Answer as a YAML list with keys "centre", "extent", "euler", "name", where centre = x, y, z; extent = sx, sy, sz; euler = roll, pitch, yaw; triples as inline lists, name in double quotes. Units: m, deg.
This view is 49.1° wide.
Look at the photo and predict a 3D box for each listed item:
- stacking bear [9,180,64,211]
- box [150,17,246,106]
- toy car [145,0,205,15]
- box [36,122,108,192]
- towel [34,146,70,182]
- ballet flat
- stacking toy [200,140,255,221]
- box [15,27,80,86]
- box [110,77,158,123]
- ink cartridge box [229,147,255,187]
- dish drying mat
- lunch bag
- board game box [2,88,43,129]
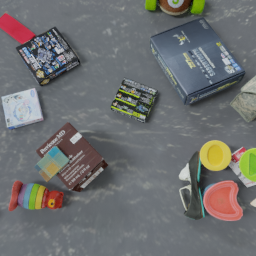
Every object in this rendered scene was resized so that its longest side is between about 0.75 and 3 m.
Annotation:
- centre: [-2.861, 2.230, 8.976]
  extent: [1.526, 0.868, 0.926]
  euler: [11, 91, -7]
  name: "stacking bear"
- centre: [2.465, -2.547, 10.406]
  extent: [2.351, 0.761, 2.982]
  euler: [-23, 65, -7]
  name: "box"
- centre: [1.943, -6.032, 10.608]
  extent: [2.337, 2.845, 2.245]
  euler: [5, 71, 2]
  name: "toy car"
- centre: [-1.736, 0.986, 9.032]
  extent: [1.390, 1.376, 1.675]
  euler: [-44, 77, -8]
  name: "box"
- centre: [-2.251, 1.056, 8.292]
  extent: [0.908, 0.099, 0.666]
  euler: [-45, 76, -4]
  name: "towel"
- centre: [2.054, 1.829, 9.125]
  extent: [0.758, 0.753, 2.216]
  euler: [-2, 72, 12]
  name: "ballet flat"
- centre: [3.432, 1.658, 9.003]
  extent: [2.197, 1.025, 2.427]
  euler: [0, 82, 13]
  name: "stacking toy"
- centre: [-3.084, -2.786, 10.811]
  extent: [1.811, 0.453, 1.825]
  euler: [-34, 75, -10]
  name: "box"
- centre: [0.233, -1.032, 10.303]
  extent: [1.391, 0.330, 1.343]
  euler: [21, 75, 6]
  name: "box"
- centre: [3.872, 1.309, 9.239]
  extent: [0.487, 0.863, 1.176]
  euler: [-34, 74, -11]
  name: "ink cartridge box"
- centre: [-4.562, -3.991, 11.368]
  extent: [1.712, 0.156, 0.657]
  euler: [38, 76, 10]
  name: "dish drying mat"
- centre: [4.614, -1.253, 9.540]
  extent: [1.557, 1.898, 1.116]
  euler: [-37, 76, -10]
  name: "lunch bag"
- centre: [-3.848, -0.710, 10.215]
  extent: [1.243, 0.271, 1.249]
  euler: [-16, 73, -5]
  name: "board game box"
